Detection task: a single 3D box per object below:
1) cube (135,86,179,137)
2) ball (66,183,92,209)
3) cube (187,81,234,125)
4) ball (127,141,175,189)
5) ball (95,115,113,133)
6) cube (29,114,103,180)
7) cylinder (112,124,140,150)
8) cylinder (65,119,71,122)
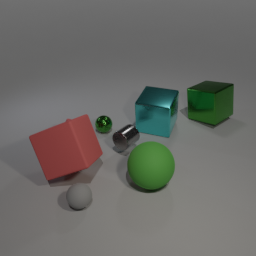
[{"bbox_3d":[1.169,-0.675,11.216,1.400,1.400,1.400,11,40,18],"label":"cube"},{"bbox_3d":[-1.328,1.845,7.636,0.700,0.700,0.700,0,30,0],"label":"ball"},{"bbox_3d":[3.512,-1.123,11.954,1.400,1.400,1.400,-25,28,-35],"label":"cube"},{"bbox_3d":[0.676,1.093,8.245,1.400,1.400,1.400,0,30,0],"label":"ball"},{"bbox_3d":[-0.968,-0.158,11.192,0.700,0.700,0.700,0,30,0],"label":"ball"},{"bbox_3d":[-1.805,0.539,8.449,1.400,1.400,1.400,-19,7,16],"label":"cube"},{"bbox_3d":[-0.065,0.317,9.736,0.700,0.700,0.700,21,37,33],"label":"cylinder"},{"bbox_3d":[-2.064,0.119,10.216,0.700,0.700,0.700,28,7,-4],"label":"cylinder"}]
